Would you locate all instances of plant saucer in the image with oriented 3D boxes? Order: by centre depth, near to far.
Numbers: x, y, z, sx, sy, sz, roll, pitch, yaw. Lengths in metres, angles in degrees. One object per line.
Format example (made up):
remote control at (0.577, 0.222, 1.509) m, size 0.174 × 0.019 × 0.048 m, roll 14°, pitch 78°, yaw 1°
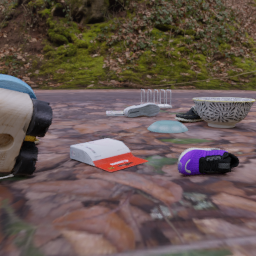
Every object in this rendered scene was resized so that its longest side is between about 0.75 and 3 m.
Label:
plant saucer at (1.478, -0.083, 10.438) m, size 1.509 × 0.291 × 1.509 m, roll -1°, pitch 10°, yaw 0°

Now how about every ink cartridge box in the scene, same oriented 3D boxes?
ink cartridge box at (-0.451, 0.580, 6.509) m, size 1.197 × 0.420 × 1.473 m, roll -9°, pitch 9°, yaw -44°

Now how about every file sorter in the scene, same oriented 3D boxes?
file sorter at (1.836, -1.929, 18.397) m, size 1.877 × 1.169 × 1.303 m, roll -1°, pitch 10°, yaw -6°

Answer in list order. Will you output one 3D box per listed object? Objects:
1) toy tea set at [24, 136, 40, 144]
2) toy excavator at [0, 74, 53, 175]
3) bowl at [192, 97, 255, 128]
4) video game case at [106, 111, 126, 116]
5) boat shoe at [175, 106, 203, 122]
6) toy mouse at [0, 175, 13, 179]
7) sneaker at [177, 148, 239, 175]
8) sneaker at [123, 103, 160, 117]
toy tea set at (-3.929, -0.001, 7.729) m, size 2.818 × 1.043 × 1.676 m, roll 2°, pitch 10°, yaw 11°
toy excavator at (-2.906, -0.049, 5.837) m, size 1.407 × 2.738 × 2.816 m, roll 10°, pitch 26°, yaw -37°
bowl at (3.704, -0.612, 11.064) m, size 2.337 × 1.097 × 2.337 m, roll 1°, pitch 10°, yaw 0°
video game case at (-0.326, -0.780, 14.784) m, size 1.619 × 0.146 × 1.159 m, roll 0°, pitch 10°, yaw -4°
boat shoe at (2.974, -0.692, 12.570) m, size 2.286 × 0.773 × 0.821 m, roll -9°, pitch 14°, yaw -34°
toy mouse at (-2.842, 0.920, 4.393) m, size 1.492 × 0.289 × 1.326 m, roll -1°, pitch 0°, yaw 31°
sneaker at (1.645, 0.673, 5.522) m, size 1.405 × 0.489 × 0.699 m, roll -6°, pitch 12°, yaw -32°
sneaker at (0.660, -0.923, 13.982) m, size 1.906 × 0.696 × 0.675 m, roll -5°, pitch 16°, yaw -24°
